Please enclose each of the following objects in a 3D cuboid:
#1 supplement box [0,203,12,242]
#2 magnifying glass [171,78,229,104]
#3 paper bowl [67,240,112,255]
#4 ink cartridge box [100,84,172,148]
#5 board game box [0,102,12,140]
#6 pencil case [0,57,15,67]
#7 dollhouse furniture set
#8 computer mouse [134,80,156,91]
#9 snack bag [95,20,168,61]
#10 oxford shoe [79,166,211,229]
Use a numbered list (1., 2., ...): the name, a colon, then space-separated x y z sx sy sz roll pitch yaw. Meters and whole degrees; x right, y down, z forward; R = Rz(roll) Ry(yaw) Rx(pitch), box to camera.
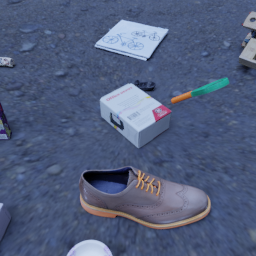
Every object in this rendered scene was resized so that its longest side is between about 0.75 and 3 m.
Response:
1. supplement box: -3.701 2.078 5.778 2.106 0.641 1.146 4 46 6
2. magnifying glass: 1.586 -0.810 6.333 1.459 0.163 0.581 -16 13 46
3. paper bowl: -0.722 2.665 5.307 0.929 0.483 0.929 0 45 0
4. ink cartridge box: 0.195 -0.418 8.180 1.267 0.720 1.738 -31 53 -27
5. board game box: -4.554 -0.280 7.548 2.408 1.445 0.389 0 45 -1
6. pencil case: -4.680 -2.455 10.475 0.837 0.326 0.374 5 64 5
7. dollhouse furniture set: 4.791 -3.054 10.653 1.382 1.390 1.972 30 82 27
8. computer mouse: 0.575 -1.423 9.571 0.779 0.205 0.539 5 45 20
9. snack bag: 0.208 -3.796 11.843 2.390 0.271 2.534 18 49 16
10. oxford shoe: 0.359 1.450 6.087 2.945 1.074 1.050 2 45 2
